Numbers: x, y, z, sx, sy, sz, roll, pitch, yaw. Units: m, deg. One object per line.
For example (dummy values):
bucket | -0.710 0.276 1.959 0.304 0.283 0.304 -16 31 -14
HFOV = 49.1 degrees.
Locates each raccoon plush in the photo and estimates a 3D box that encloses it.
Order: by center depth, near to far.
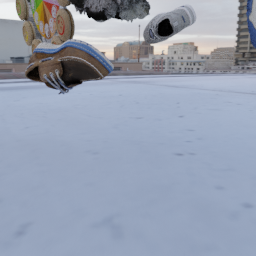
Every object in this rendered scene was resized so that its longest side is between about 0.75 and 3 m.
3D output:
raccoon plush | 0.314 -2.386 3.970 2.735 1.323 1.833 -16 8 34

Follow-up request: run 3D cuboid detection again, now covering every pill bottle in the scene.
pill bottle | -2.664 -3.874 8.898 1.393 2.447 1.393 -3 43 3

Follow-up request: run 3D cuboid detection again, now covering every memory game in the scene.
memory game | -1.830 -2.622 5.777 0.186 2.924 2.924 -17 21 -35

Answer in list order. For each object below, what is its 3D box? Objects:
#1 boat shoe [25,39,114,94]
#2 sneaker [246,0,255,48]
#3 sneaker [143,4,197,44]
boat shoe | -0.969 -0.865 4.301 1.890 0.684 0.683 15 -20 47
sneaker | 2.326 -2.201 3.535 1.093 2.481 0.934 21 17 34
sneaker | 1.081 -3.328 9.248 0.997 0.909 2.432 -35 13 -23
